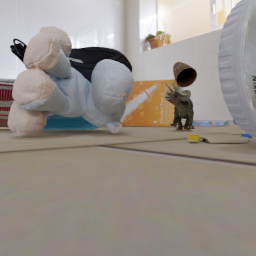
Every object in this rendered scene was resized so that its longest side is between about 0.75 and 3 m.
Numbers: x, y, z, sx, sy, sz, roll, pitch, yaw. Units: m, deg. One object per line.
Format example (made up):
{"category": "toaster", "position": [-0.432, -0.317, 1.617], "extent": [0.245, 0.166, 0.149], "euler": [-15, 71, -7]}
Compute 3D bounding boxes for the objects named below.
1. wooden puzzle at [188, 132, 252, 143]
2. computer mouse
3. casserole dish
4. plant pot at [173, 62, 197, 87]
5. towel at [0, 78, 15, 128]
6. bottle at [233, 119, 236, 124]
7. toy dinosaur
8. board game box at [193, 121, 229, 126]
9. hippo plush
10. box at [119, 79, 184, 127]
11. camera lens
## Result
{"category": "wooden puzzle", "position": [1.325, 0.155, 4.023], "extent": [0.987, 0.115, 0.666], "euler": [0, 6, 3]}
{"category": "computer mouse", "position": [-1.296, -1.179, 6.872], "extent": [2.922, 0.673, 2.051], "euler": [9, -22, 13]}
{"category": "casserole dish", "position": [-1.579, -0.535, 7.226], "extent": [2.621, 0.509, 1.588], "euler": [0, -30, -19]}
{"category": "plant pot", "position": [1.889, -1.955, 9.786], "extent": [0.759, 0.759, 0.812], "euler": [-1, 39, -17]}
{"category": "towel", "position": [-3.255, -0.554, 7.522], "extent": [1.939, 0.306, 2.693], "euler": [-2, -19, -34]}
{"category": "bottle", "position": [5.750, -0.407, 12.947], "extent": [0.716, 0.560, 1.714], "euler": [-1, 2, -30]}
{"category": "toy dinosaur", "position": [1.485, -0.468, 7.427], "extent": [0.756, 1.005, 1.965], "euler": [7, -5, 21]}
{"category": "board game box", "position": [3.468, -0.193, 11.783], "extent": [1.185, 0.217, 0.896], "euler": [-1, 2, -15]}
{"category": "hippo plush", "position": [-1.006, -0.492, 5.521], "extent": [2.051, 2.032, 2.551], "euler": [17, -44, -11]}
{"category": "box", "position": [0.696, -0.947, 11.114], "extent": [2.831, 1.761, 1.380], "euler": [1, 2, 20]}
{"category": "camera lens", "position": [2.349, -0.720, 2.514], "extent": [1.933, 1.933, 2.416], "euler": [-1, 2, -35]}
